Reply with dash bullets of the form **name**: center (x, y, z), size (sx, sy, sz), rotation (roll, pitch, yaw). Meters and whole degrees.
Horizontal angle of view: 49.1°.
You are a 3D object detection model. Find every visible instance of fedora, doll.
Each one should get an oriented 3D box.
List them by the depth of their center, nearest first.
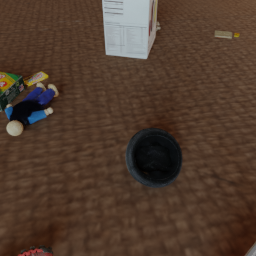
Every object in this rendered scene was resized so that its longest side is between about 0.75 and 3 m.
- **fedora**: center (0.571, 0.767, 7.240), size (1.654, 1.654, 0.755), rotation (-27, 6, -28)
- **doll**: center (-3.165, -0.644, 9.207), size (1.627, 0.578, 2.384), rotation (9, 42, 14)

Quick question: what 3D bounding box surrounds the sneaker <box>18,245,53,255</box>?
- **sneaker**: center (-2.123, 2.843, 5.302), size (1.553, 0.549, 0.759), rotation (-21, 45, -19)

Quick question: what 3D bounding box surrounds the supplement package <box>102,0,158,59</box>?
- **supplement package**: center (0.192, -4.958, 12.485), size (1.975, 2.685, 2.568), rotation (8, 43, 10)

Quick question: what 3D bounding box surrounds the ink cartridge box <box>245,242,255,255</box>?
- **ink cartridge box**: center (2.529, 3.095, 4.840), size (1.838, 0.771, 1.613), rotation (-30, 50, -30)

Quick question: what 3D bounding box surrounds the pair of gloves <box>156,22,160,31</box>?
- **pair of gloves**: center (1.181, -5.457, 14.926), size (1.056, 0.218, 1.242), rotation (0, 41, 0)

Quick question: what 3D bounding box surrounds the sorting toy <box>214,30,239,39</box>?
- **sorting toy**: center (4.975, -4.658, 14.089), size (1.204, 0.161, 0.897), rotation (10, 38, 11)

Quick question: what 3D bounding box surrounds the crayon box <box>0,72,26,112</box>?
- **crayon box**: center (-5.211, -1.456, 10.111), size (2.417, 0.614, 1.534), rotation (10, 43, 12)

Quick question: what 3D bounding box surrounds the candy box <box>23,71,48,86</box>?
- **candy box**: center (-3.652, -1.945, 11.031), size (0.465, 0.120, 0.909), rotation (33, 51, 29)
